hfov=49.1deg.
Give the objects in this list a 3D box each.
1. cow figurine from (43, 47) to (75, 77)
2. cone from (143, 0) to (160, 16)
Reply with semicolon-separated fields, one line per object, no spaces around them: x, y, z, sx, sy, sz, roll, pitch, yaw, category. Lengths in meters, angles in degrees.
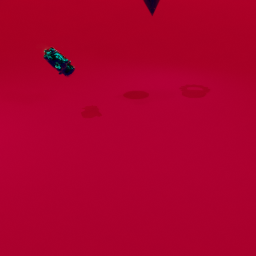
-2.124;-2.020;8.614;0.589;1.073;1.056;-51;21;0;cow figurine
0.796;-4.189;9.353;0.936;0.940;0.936;-4;46;4;cone
